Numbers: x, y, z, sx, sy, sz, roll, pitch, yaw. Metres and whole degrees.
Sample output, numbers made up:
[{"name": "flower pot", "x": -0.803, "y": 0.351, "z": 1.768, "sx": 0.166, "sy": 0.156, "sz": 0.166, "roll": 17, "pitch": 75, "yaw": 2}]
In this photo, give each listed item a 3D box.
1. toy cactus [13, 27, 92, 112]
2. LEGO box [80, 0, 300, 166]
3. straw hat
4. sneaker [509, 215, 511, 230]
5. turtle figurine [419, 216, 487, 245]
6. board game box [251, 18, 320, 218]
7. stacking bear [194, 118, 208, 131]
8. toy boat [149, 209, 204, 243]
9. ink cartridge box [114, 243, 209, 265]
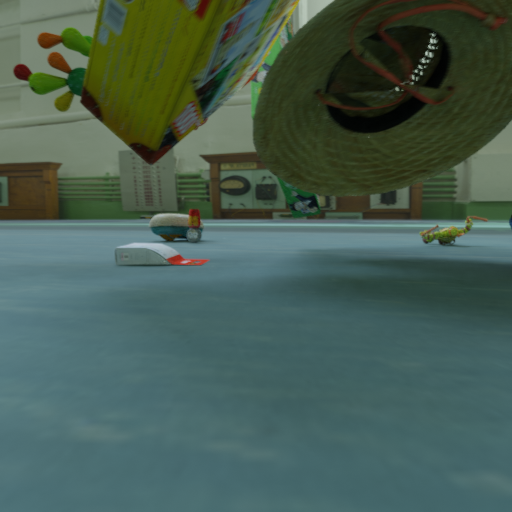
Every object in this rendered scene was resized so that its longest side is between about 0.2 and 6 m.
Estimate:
[{"name": "toy cactus", "x": -2.691, "y": -3.334, "z": 10.445, "sx": 2.929, "sy": 1.498, "sz": 2.417, "roll": -25, "pitch": 53, "yaw": -39}, {"name": "LEGO box", "x": -0.517, "y": -2.863, "z": 6.315, "sx": 2.411, "sy": 1.249, "sz": 3.238, "roll": -49, "pitch": 3, "yaw": -32}, {"name": "straw hat", "x": 1.847, "y": -2.881, "z": 8.355, "sx": 4.356, "sy": 1.843, "sz": 4.356, "roll": -8, "pitch": -28, "yaw": -4}, {"name": "sneaker", "x": 4.254, "y": -0.402, "z": 5.942, "sx": 1.149, "sy": 1.342, "sz": 3.240, "roll": 0, "pitch": 4, "yaw": -25}, {"name": "turtle figurine", "x": 4.185, "y": -0.474, "z": 12.195, "sx": 1.472, "sy": 0.474, "sz": 1.187, "roll": -15, "pitch": -4, "yaw": -4}, {"name": "board game box", "x": 0.588, "y": -3.372, "z": 11.588, "sx": 0.634, "sy": 4.354, "sz": 2.930, "roll": -11, "pitch": -36, "yaw": 15}, {"name": "stacking bear", "x": -1.211, "y": -2.926, "z": 10.354, "sx": 0.725, "sy": 1.275, "sz": 0.774, "roll": 6, "pitch": -35, "yaw": -32}, {"name": "toy boat", "x": -1.819, "y": -0.649, "z": 13.656, "sx": 1.415, "sy": 0.782, "sz": 1.684, "roll": 2, "pitch": -5, "yaw": -32}, {"name": "ink cartridge box", "x": -1.325, "y": -0.031, "z": 8.095, "sx": 1.184, "sy": 0.338, "sz": 0.962, "roll": -4, "pitch": 4, "yaw": 4}]
